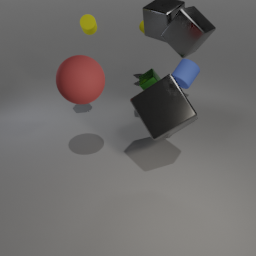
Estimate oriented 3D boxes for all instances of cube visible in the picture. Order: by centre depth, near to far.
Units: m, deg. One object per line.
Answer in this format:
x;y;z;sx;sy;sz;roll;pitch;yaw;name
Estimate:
1.125;-0.548;8.430;1.400;1.400;1.400;-32;-11;11;cube
0.938;-1.880;11.557;0.700;0.700;0.700;-31;35;23;cube
2.541;-4.046;11.805;1.400;1.400;1.400;48;43;5;cube
1.680;-5.077;13.078;1.400;1.400;1.400;29;58;31;cube

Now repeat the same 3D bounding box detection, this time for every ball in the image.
-1.363;-1.381;8.074;1.400;1.400;1.400;0;29;0;ball

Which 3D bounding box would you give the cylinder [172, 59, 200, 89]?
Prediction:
1.839;-1.741;9.024;0.700;0.700;0.700;28;81;40;cylinder

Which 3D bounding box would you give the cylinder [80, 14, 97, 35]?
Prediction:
-1.781;-4.673;12.688;0.700;0.700;0.700;0;-1;0;cylinder

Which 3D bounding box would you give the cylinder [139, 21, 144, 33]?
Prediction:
1.053;-5.361;15.001;0.700;0.700;0.700;-12;42;-21;cylinder
